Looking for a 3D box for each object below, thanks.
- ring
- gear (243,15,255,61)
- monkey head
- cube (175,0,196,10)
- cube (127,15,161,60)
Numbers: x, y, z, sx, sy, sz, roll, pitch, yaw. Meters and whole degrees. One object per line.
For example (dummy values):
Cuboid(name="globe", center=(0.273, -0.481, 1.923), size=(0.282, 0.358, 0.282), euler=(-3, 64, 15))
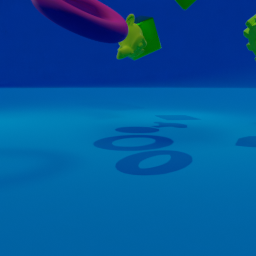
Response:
Cuboid(name="ring", center=(-0.816, -2.056, 4.988), size=(1.790, 0.358, 1.790), euler=(22, 30, -13))
Cuboid(name="gear", center=(3.916, -2.156, 7.429), size=(0.364, 1.969, 1.969), euler=(-37, 10, 2))
Cuboid(name="monkey head", center=(-0.043, -2.862, 9.330), size=(1.211, 1.015, 1.684), euler=(-30, -15, -25))
Cuboid(name="cube", center=(1.381, -3.666, 6.486), size=(1.100, 1.100, 1.100), euler=(-37, 24, 33))
Cuboid(name="cube", center=(0.400, -3.727, 11.516), size=(1.289, 1.289, 1.289), euler=(-26, 30, -8))
